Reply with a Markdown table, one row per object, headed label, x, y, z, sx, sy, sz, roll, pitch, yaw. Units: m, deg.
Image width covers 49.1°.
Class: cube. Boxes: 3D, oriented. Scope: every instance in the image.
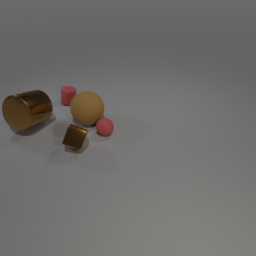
| label | x | y | z | sx | sy | sz | roll | pitch | yaw |
| --- | --- | --- | --- | --- | --- | --- | --- | --- | --- |
| cube | -1.905 | 0.309 | 10.094 | 0.700 | 0.700 | 0.700 | 21 | 4 | -11 |

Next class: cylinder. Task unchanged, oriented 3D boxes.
| label | x | y | z | sx | sy | sz | roll | pitch | yaw |
| --- | --- | --- | --- | --- | --- | --- | --- | --- | --- |
| cylinder | -3.996 | -0.743 | 11.211 | 1.400 | 1.400 | 1.400 | 13 | 21 | 20 |
| cylinder | -2.820 | -1.539 | 13.280 | 0.700 | 0.700 | 0.700 | 7 | 31 | -4 |

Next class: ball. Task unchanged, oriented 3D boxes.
| label | x | y | z | sx | sy | sz | roll | pitch | yaw |
| --- | --- | --- | --- | --- | --- | --- | --- | --- | --- |
| ball | -0.910 | -0.055 | 11.048 | 0.700 | 0.700 | 0.700 | 0 | 33 | 0 |
| ball | -1.680 | -0.833 | 11.595 | 1.400 | 1.400 | 1.400 | 0 | 33 | 0 |
